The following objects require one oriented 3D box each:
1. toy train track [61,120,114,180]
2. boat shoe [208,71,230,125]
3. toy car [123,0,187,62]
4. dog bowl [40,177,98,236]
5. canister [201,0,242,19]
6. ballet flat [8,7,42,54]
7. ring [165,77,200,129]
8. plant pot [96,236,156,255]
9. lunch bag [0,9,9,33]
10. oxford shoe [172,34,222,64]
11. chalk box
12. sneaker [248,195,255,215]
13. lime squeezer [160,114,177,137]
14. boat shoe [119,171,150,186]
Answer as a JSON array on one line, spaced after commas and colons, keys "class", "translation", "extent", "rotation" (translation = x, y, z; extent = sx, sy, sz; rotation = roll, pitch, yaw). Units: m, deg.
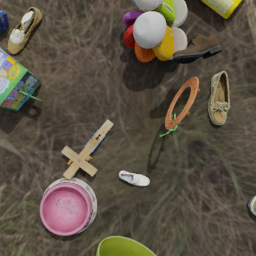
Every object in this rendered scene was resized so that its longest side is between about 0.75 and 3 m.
[{"class": "toy train track", "translation": [-1.480, 0.839, 10.794], "extent": [1.536, 0.436, 2.678], "rotation": [36, 81, 10]}, {"class": "boat shoe", "translation": [3.521, -1.140, 10.790], "extent": [0.747, 0.639, 2.039], "rotation": [-1, 86, 0]}, {"class": "toy car", "translation": [0.828, -3.867, 10.398], "extent": [2.184, 2.548, 2.912], "rotation": [-2, 85, 36]}, {"class": "dog bowl", "translation": [-2.260, 2.961, 10.401], "extent": [2.187, 0.806, 2.187], "rotation": [0, 86, 0]}, {"class": "canister", "translation": [3.423, -5.745, 10.927], "extent": [2.531, 1.096, 1.880], "rotation": [38, 87, 1]}, {"class": "ballet flat", "translation": [-4.165, -3.881, 10.998], "extent": [0.703, 0.645, 2.048], "rotation": [31, 87, 2]}, {"class": "ring", "translation": [1.680, -0.746, 8.671], "extent": [0.173, 1.807, 1.807], "rotation": [26, 86, -9]}, {"class": "plant pot", "translation": [-0.360, 5.660, 9.584], "extent": [2.520, 2.520, 2.693], "rotation": [24, 101, 2]}, {"class": "lunch bag", "translation": [-5.027, -4.212, 10.881], "extent": [0.606, 0.917, 0.623], "rotation": [36, 66, 0]}, {"class": "oxford shoe", "translation": [2.111, -2.556, 8.989], "extent": [1.878, 0.682, 0.793], "rotation": [-21, 89, -27]}, {"class": "chalk box", "translation": [-4.449, -1.709, 10.340], "extent": [2.620, 1.630, 1.622], "rotation": [38, 87, 4]}, {"class": "sneaker", "translation": [5.588, 3.432, 10.242], "extent": [2.342, 1.038, 0.900], "rotation": [35, 86, 2]}, {"class": "lime squeezer", "translation": [1.684, -0.017, 10.934], "extent": [0.381, 0.204, 1.079], "rotation": [35, 87, 2]}, {"class": "boat shoe", "translation": [0.232, 1.956, 10.666], "extent": [1.212, 0.420, 0.429], "rotation": [14, 86, 1]}]
